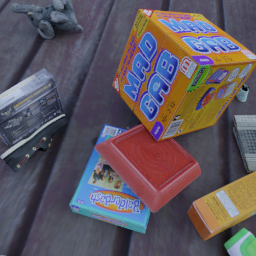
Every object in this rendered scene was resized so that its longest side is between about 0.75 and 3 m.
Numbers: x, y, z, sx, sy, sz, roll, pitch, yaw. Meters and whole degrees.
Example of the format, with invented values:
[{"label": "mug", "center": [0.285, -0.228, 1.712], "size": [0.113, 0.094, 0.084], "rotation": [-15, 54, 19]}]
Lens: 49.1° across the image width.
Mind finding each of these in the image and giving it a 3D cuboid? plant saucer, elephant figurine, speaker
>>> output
[{"label": "plant saucer", "center": [0.597, 0.679, 6.732], "size": [2.051, 0.376, 2.047], "rotation": [-24, 61, -43]}, {"label": "elephant figurine", "center": [-2.950, -4.003, 10.229], "size": [1.934, 1.500, 1.368], "rotation": [-10, 14, 23]}, {"label": "speaker", "center": [2.720, 2.848, 5.669], "size": [0.688, 0.688, 1.556], "rotation": [-29, 60, -19]}]

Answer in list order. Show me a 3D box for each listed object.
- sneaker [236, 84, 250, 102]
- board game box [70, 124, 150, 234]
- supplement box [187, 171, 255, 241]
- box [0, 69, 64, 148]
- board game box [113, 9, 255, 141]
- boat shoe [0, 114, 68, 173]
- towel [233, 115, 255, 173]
[{"label": "sneaker", "center": [3.403, -1.283, 8.671], "size": [0.324, 0.520, 0.881], "rotation": [-24, 57, -14]}, {"label": "board game box", "center": [-0.132, 1.148, 6.936], "size": [1.794, 0.531, 2.359], "rotation": [15, 55, 9]}, {"label": "supplement box", "center": [2.573, 1.671, 6.433], "size": [2.312, 0.769, 0.795], "rotation": [-23, 58, -15]}, {"label": "box", "center": [-2.719, -0.506, 7.535], "size": [0.453, 1.484, 1.874], "rotation": [38, 64, 24]}, {"label": "board game box", "center": [1.363, -1.411, 7.283], "size": [2.263, 2.265, 2.264], "rotation": [-13, 52, -35]}, {"label": "boat shoe", "center": [-2.306, 0.357, 7.314], "size": [1.949, 0.713, 0.611], "rotation": [-43, 95, -28]}, {"label": "towel", "center": [3.904, 0.408, 7.667], "size": [1.887, 0.326, 1.817], "rotation": [1, 58, -2]}]
